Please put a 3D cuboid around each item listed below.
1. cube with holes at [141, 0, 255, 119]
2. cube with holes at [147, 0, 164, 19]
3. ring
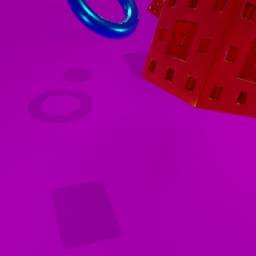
[{"bbox_3d":[1.039,-0.874,3.204,1.128,1.128,1.128,6,21,-30],"label":"cube with holes"},{"bbox_3d":[1.606,-4.353,10.300,1.074,1.074,1.074,17,30,-44],"label":"cube with holes"},{"bbox_3d":[-0.573,-3.037,6.826,1.978,0.396,1.978,15,61,-29],"label":"ring"}]
